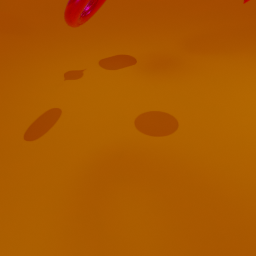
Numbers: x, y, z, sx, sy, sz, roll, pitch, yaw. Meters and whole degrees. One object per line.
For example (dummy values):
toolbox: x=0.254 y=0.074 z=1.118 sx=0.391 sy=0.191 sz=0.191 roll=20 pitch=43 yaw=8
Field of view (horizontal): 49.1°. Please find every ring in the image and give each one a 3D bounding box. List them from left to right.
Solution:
ring: x=-0.760 y=-2.826 z=5.976 sx=0.325 sy=1.626 sz=1.626 roll=42 pitch=46 yaw=-9

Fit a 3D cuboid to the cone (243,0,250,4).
cone: x=2.808 y=-3.124 z=5.805 sx=1.199 sy=1.203 sz=1.199 roll=16 pitch=46 yaw=-17
